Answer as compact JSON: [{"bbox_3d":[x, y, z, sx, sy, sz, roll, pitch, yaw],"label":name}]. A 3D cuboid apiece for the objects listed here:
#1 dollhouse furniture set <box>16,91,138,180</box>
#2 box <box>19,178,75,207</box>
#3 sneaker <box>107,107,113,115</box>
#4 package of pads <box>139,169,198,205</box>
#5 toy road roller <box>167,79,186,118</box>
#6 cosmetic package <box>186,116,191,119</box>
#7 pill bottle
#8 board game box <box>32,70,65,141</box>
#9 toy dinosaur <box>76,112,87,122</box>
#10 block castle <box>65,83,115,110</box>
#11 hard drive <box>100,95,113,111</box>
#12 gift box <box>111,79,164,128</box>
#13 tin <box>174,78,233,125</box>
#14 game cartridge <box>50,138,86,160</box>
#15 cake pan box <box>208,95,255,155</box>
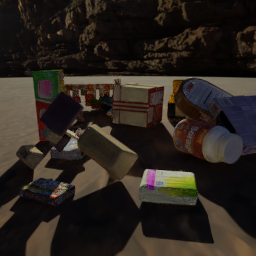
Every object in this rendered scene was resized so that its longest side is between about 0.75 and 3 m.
[{"bbox_3d":[-0.983,0.720,6.732,2.372,1.879,1.683,34,-4,23],"label":"dollhouse furniture set"},{"bbox_3d":[-1.499,1.173,5.221,0.851,0.160,0.581,6,15,25],"label":"box"},{"bbox_3d":[-0.544,-1.024,12.265,1.073,0.597,0.412,-28,2,-6],"label":"sneaker"},{"bbox_3d":[0.751,1.084,5.206,1.018,0.347,0.786,3,15,9],"label":"package of pads"},{"bbox_3d":[2.559,-1.407,12.829,1.420,1.687,2.310,3,13,11],"label":"toy road roller"},{"bbox_3d":[2.691,-0.296,9.775,0.935,0.929,1.117,-4,15,-19],"label":"cosmetic package"},{"bbox_3d":[1.992,0.337,7.107,0.919,0.919,1.639,-8,15,-32],"label":"pill bottle"},{"bbox_3d":[-2.534,-0.826,9.330,0.435,2.158,1.651,-1,14,6],"label":"board game box"},{"bbox_3d":[-2.273,-0.393,10.989,1.014,0.642,1.497,10,20,9],"label":"toy dinosaur"},{"bbox_3d":[-1.952,-1.737,15.189,2.824,1.325,1.887,-6,11,-30],"label":"block castle"},{"bbox_3d":[-0.645,-1.078,13.306,1.225,0.289,1.756,21,17,-7],"label":"hard drive"},{"bbox_3d":[0.268,-1.027,11.145,1.773,1.752,1.898,10,10,29],"label":"gift box"},{"bbox_3d":[2.828,-0.622,8.901,2.839,0.594,1.589,32,45,11],"label":"tin"},{"bbox_3d":[-1.475,0.546,7.725,0.910,0.284,1.366,9,15,18],"label":"game cartridge"},{"bbox_3d":[3.493,-0.144,8.026,1.964,0.514,1.809,-6,51,-22],"label":"cake pan box"}]
